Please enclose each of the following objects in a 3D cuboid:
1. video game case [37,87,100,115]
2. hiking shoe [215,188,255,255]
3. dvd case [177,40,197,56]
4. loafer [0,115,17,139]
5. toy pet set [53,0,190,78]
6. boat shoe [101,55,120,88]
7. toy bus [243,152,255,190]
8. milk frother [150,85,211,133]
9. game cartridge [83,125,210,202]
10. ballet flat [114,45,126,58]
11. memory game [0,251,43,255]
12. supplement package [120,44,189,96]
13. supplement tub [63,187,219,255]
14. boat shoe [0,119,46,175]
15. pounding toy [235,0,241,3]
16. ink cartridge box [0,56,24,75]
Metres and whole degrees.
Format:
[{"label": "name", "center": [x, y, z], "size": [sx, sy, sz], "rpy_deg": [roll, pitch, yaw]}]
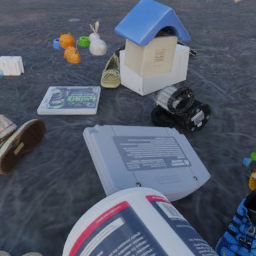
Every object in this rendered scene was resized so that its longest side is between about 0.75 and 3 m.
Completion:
[{"label": "video game case", "center": [-2.065, -1.037, 10.188], "size": [1.993, 0.233, 1.812], "rpy_deg": [0, 34, 0]}, {"label": "hiking shoe", "center": [2.148, 1.929, 5.188], "size": [0.777, 0.906, 2.090], "rpy_deg": [17, 38, 24]}, {"label": "dvd case", "center": [2.398, -4.123, 13.941], "size": [1.434, 0.236, 1.908], "rpy_deg": [32, 15, 37]}, {"label": "loafer", "center": [-3.557, 0.050, 7.615], "size": [1.606, 0.505, 0.577], "rpy_deg": [-22, 18, 43]}, {"label": "toy pet set", "center": [-0.071, -2.319, 6.487], "size": [2.717, 1.443, 2.537], "rpy_deg": [-16, 41, -28]}, {"label": "boat shoe", "center": [-0.671, -2.358, 11.724], "size": [0.805, 0.695, 2.208], "rpy_deg": [4, 34, 6]}, {"label": "toy bus", "center": [3.370, 1.129, 6.685], "size": [1.095, 0.566, 1.033], "rpy_deg": [-1, 39, 7]}, {"label": "milk frother", "center": [1.480, -0.813, 8.590], "size": [1.517, 1.681, 1.581], "rpy_deg": [-24, 40, -25]}, {"label": "game cartridge", "center": [0.495, 0.740, 6.060], "size": [2.695, 0.545, 1.797], "rpy_deg": [2, 43, -36]}, {"label": "ballet flat", "center": [0.696, -3.606, 13.717], "size": [2.916, 0.969, 0.828], "rpy_deg": [-11, -5, -18]}, {"label": "memory game", "center": [-2.133, 3.133, 4.049], "size": [3.003, 0.191, 3.003], "rpy_deg": [0, 34, 0]}, {"label": "supplement package", "center": [1.060, -2.491, 11.259], "size": [2.459, 1.443, 1.438], "rpy_deg": [-24, 41, -31]}, {"label": "supplement tub", "center": [0.484, 2.325, 3.649], "size": [1.962, 1.962, 2.796], "rpy_deg": [-18, 37, -25]}, {"label": "boat shoe", "center": [-3.101, 0.384, 7.642], "size": [0.778, 0.777, 2.103], "rpy_deg": [2, 31, 20]}, {"label": "pounding toy", "center": [2.078, -2.634, 4.804], "size": [0.589, 0.763, 0.354], "rpy_deg": [-7, -13, 17]}, {"label": "ink cartridge box", "center": [-5.110, -2.739, 12.332], "size": [1.021, 0.656, 0.639], "rpy_deg": [0, 33, -2]}]
